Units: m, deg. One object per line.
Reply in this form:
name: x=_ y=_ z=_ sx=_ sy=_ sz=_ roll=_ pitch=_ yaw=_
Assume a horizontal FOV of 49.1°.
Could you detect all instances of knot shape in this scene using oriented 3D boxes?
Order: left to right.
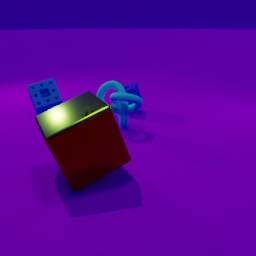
knot shape: x=-0.236 y=-0.642 z=8.533 sx=1.479 sy=1.384 sz=0.683 roll=21 pitch=47 yaw=33

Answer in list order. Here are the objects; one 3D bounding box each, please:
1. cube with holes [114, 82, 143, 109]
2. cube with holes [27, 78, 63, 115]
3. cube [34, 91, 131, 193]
cube with holes: x=0.020 y=-1.082 z=10.054 sx=0.765 sy=0.765 sz=0.765 roll=-13 pitch=22 yaw=15
cube with holes: x=-2.753 y=-0.972 z=9.379 sx=0.869 sy=0.869 sz=0.869 roll=-20 pitch=-15 yaw=-18
cube: x=-0.961 y=0.223 z=5.887 sx=1.348 sy=1.348 sz=1.348 roll=-29 pitch=30 yaw=-14
